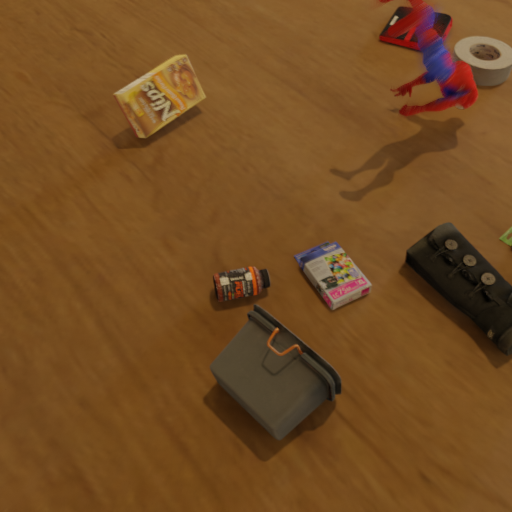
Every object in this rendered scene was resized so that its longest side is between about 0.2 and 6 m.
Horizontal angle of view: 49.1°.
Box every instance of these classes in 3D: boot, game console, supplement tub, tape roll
[{"bbox_3d":[3.631,0.276,8.642,1.768,0.704,2.145,-25,51,-21],"label":"boot"},{"bbox_3d":[3.888,-5.483,13.541,1.442,0.253,1.630,18,53,19],"label":"game console"},{"bbox_3d":[-0.219,0.416,8.622,0.844,0.451,0.451,-11,52,-8],"label":"supplement tub"},{"bbox_3d":[5.026,-4.346,12.464,1.320,0.436,1.320,0,50,0],"label":"tape roll"}]

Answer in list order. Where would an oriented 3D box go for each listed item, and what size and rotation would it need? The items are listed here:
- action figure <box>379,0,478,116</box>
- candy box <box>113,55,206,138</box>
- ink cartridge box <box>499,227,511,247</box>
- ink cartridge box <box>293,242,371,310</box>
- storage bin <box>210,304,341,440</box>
[{"bbox_3d":[2.901,-3.339,10.229,1.700,3.435,1.121,-22,63,35],"label":"action figure"},{"bbox_3d":[-1.877,-3.155,11.061,1.637,0.945,0.453,-42,34,-24],"label":"candy box"},{"bbox_3d":[4.540,-0.234,9.271,0.436,0.249,0.839,-37,60,-26],"label":"ink cartridge box"},{"bbox_3d":[1.192,0.234,8.907,0.717,0.252,1.202,-23,53,-17],"label":"ink cartridge box"},{"bbox_3d":[0.189,1.563,7.368,1.573,1.145,1.057,37,70,26],"label":"storage bin"}]
